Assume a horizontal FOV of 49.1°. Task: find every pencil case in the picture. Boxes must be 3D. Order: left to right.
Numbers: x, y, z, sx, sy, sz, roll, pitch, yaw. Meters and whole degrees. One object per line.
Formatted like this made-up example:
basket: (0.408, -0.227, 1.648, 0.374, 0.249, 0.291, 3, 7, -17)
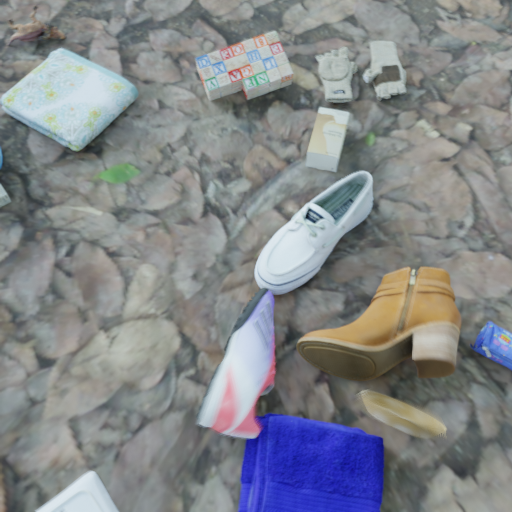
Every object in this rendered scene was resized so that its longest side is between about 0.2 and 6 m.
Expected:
pencil case: (4.425, 1.716, 9.540, 1.427, 0.557, 0.620, 32, 43, 18)

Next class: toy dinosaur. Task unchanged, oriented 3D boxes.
toy dinosaur: (-5.595, -5.589, 14.014, 1.385, 0.595, 0.939, -31, 70, -12)

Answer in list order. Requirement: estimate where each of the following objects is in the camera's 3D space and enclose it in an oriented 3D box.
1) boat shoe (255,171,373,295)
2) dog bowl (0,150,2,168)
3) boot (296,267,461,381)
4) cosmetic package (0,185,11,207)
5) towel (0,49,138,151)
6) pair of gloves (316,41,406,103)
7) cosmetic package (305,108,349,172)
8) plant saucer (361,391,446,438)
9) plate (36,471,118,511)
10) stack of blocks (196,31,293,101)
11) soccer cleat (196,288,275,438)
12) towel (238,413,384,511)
boat shoe: (1.089, -0.584, 10.648, 1.129, 1.025, 3.069, 34, 64, 22)
dog bowl: (-7.051, -1.737, 11.432, 3.808, 0.944, 2.123, -30, 63, -17)
boot: (2.140, 1.029, 9.749, 2.672, 1.025, 2.075, -5, 43, 22)
cosmetic package: (-5.471, -1.125, 11.451, 0.745, 0.265, 0.392, -34, 64, -19)
towel: (-4.269, -3.579, 12.782, 2.465, 0.594, 2.110, 29, 66, 16)
pair of gloves: (2.517, -4.345, 13.366, 2.051, 0.360, 1.744, -7, 62, -2)
cosmetic package: (1.554, -2.536, 12.178, 0.720, 0.486, 1.368, 11, 59, 7)
plant saucer: (2.216, 2.466, 8.596, 1.350, 1.350, 0.239, 21, 90, 12)
plate: (-2.685, 4.151, 8.269, 1.390, 0.225, 1.393, -34, 64, -18)
stack of blocks: (-0.274, -4.259, 12.939, 1.966, 0.576, 1.132, -20, 83, -4)
soccer cleat: (-0.069, 1.716, 9.291, 0.994, 0.926, 2.716, 23, 49, 1)
towel: (0.758, 3.870, 8.134, 2.183, 0.732, 2.956, 7, 59, 5)
